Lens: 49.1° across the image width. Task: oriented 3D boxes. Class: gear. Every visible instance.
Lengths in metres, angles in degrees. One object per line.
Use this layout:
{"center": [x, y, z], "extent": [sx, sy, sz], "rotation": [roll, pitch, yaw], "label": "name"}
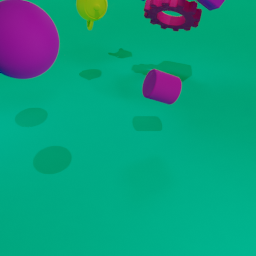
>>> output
{"center": [1.518, -3.930, 9.633], "extent": [1.938, 0.358, 1.938], "rotation": [13, -3, 1], "label": "gear"}

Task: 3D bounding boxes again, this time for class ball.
{"center": [-1.446, -1.173, 3.762], "extent": [1.019, 1.019, 1.019], "rotation": [0, 35, 0], "label": "ball"}

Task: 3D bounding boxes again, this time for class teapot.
{"center": [-1.074, -3.907, 8.801], "extent": [1.008, 1.621, 0.794], "rotation": [1, 30, -29], "label": "teapot"}

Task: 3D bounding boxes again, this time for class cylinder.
{"center": [0.860, -1.046, 7.182], "extent": [0.748, 0.748, 0.748], "rotation": [13, 30, -24], "label": "cylinder"}

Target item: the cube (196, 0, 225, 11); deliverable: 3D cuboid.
{"center": [2.516, -4.493, 8.437], "extent": [1.271, 1.271, 1.271], "rotation": [34, 19, -7], "label": "cube"}
